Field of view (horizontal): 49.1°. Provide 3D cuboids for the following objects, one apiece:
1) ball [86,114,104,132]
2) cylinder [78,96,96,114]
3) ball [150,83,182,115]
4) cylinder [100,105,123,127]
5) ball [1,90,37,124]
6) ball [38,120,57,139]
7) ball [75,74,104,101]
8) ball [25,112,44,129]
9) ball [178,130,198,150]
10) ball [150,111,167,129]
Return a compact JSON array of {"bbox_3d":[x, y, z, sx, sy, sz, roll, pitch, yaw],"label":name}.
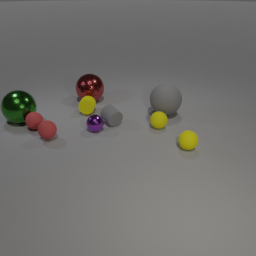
[{"bbox_3d":[-1.319,-0.190,11.187,0.700,0.700,0.700,0,28,0],"label":"ball"},{"bbox_3d":[-1.838,-1.038,12.655,0.700,0.700,0.700,0,19,1],"label":"cylinder"},{"bbox_3d":[1.658,-1.263,12.262,1.400,1.400,1.400,0,28,0],"label":"ball"},{"bbox_3d":[-0.688,-0.523,11.702,0.700,0.700,0.700,-18,40,-30],"label":"cylinder"},{"bbox_3d":[-4.547,-0.875,11.694,1.400,1.400,1.400,0,28,0],"label":"ball"},{"bbox_3d":[-3.035,0.062,10.538,0.700,0.700,0.700,0,28,0],"label":"ball"},{"bbox_3d":[-1.869,-1.960,13.758,1.400,1.400,1.400,0,28,0],"label":"ball"},{"bbox_3d":[-3.768,-0.296,11.277,0.700,0.700,0.700,0,28,0],"label":"ball"},{"bbox_3d":[2.147,0.435,9.978,0.700,0.700,0.700,0,28,0],"label":"ball"},{"bbox_3d":[1.254,-0.322,11.411,0.700,0.700,0.700,0,28,0],"label":"ball"}]
